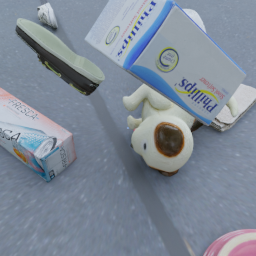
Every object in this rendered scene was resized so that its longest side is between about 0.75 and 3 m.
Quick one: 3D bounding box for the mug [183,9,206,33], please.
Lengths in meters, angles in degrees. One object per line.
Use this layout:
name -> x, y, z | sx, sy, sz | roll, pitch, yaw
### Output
mug -> 1.311, -2.183, 8.234 | 2.350, 2.061, 1.735 | -34, 42, -26

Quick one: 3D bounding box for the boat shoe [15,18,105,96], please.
boat shoe -> -1.419, -1.365, 5.609 | 1.958, 0.589, 0.698 | 35, 30, -16

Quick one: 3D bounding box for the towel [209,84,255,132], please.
towel -> 2.791, -0.834, 8.267 | 1.488, 0.387, 2.246 | 34, 53, 28

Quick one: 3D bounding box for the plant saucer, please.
plant saucer -> 2.237, 2.562, 4.479 | 2.206, 0.559, 2.206 | -6, 39, 5

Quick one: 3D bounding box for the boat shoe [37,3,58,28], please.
boat shoe -> -3.542, -4.844, 12.080 | 0.693, 0.759, 2.110 | -19, 47, -10

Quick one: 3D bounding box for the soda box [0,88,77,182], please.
soda box -> -2.642, 0.074, 6.974 | 2.889, 0.919, 0.988 | 29, 51, 26

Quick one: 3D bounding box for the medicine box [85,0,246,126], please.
medicine box -> 0.419, -0.939, 3.663 | 1.446, 0.817, 1.588 | 27, 12, -35

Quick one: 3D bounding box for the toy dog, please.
toy dog -> 1.083, -0.152, 6.721 | 2.570, 1.849, 2.650 | 25, 57, 9
